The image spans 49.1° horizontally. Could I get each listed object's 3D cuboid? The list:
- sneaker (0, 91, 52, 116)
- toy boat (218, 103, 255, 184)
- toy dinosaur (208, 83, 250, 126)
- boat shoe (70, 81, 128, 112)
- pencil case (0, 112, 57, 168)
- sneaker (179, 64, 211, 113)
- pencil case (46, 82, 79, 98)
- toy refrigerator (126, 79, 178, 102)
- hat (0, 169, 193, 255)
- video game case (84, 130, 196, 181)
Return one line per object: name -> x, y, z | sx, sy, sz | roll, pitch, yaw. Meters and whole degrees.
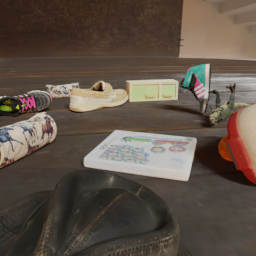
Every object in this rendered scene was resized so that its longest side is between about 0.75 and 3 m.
sneaker -> -3.865, -0.843, 10.161 | 2.150, 0.793, 0.941 | -7, 19, -9
toy boat -> 2.627, 0.307, 5.952 | 2.295, 1.498, 1.500 | -16, -6, -41
toy dinosaur -> 3.246, -0.829, 9.215 | 2.444, 1.077, 0.580 | -20, 4, -32
boat shoe -> -1.078, -1.399, 11.446 | 1.098, 1.030, 2.977 | 14, 22, 37
pencil case -> -2.532, 0.211, 6.532 | 0.790, 0.908, 2.030 | 3, 16, 22
sneaker -> 2.320, -1.371, 9.852 | 1.069, 1.770, 0.740 | 5, 29, 19
pencil case -> -3.073, -1.793, 13.297 | 1.549, 0.693, 0.603 | -8, 20, -20
toy refrigerator -> 1.096, -1.714, 12.752 | 2.277, 0.864, 0.797 | -4, 18, -13
hat -> -0.274, 1.108, 2.400 | 2.863, 1.155, 2.863 | 16, 25, -8
video game case -> 0.399, 0.540, 6.550 | 2.216, 0.263, 2.018 | 6, 18, 16
